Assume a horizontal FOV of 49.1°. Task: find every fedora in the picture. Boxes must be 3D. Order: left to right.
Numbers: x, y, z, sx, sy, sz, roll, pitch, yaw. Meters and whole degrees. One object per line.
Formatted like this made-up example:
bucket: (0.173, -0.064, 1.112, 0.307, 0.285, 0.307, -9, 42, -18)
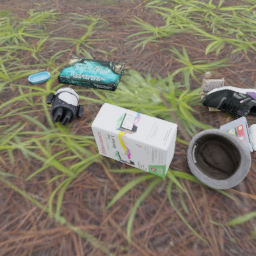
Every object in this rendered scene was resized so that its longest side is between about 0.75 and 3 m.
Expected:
fedora: (3.032, 1.040, 9.380, 2.093, 0.945, 1.851, 34, 94, 31)

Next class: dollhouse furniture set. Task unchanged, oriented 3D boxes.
dollhouse furniture set: (3.799, -1.516, 11.720, 1.311, 1.537, 0.751, -2, 47, -3)

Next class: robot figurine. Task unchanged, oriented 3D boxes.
robot figurine: (-2.570, -0.915, 11.467, 1.041, 1.253, 1.668, -14, 44, 15)

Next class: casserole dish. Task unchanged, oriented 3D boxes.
casserole dish: (-4.259, -2.402, 13.518, 1.045, 0.203, 0.633, -21, 50, -19)

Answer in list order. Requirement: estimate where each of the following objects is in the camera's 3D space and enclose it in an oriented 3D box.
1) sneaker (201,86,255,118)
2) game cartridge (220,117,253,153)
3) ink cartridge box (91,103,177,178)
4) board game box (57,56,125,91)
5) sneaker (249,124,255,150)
sneaker: (4.383, -0.988, 11.455, 2.676, 1.013, 1.171, -3, 53, -15)
game cartridge: (3.864, 0.391, 10.207, 0.336, 1.093, 1.642, 38, 40, -26)
ink cartridge box: (0.228, 0.428, 9.514, 2.594, 1.878, 1.089, 18, 58, 17)
board game box: (-1.737, -2.699, 13.667, 2.821, 0.397, 1.908, 10, 47, 9)
sneaker: (5.789, 0.564, 10.282, 2.575, 0.969, 1.139, 3, 60, 9)
